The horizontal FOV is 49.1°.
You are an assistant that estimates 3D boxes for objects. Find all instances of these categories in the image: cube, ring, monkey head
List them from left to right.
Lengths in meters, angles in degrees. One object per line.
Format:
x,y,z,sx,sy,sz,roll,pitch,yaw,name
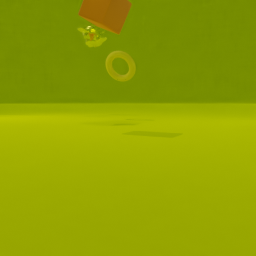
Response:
-1.018,-2.930,8.808,1.082,0.652,0.778,-15,7,-43,monkey head
-0.529,-2.766,6.521,0.771,0.771,0.771,30,13,27,cube
-0.291,-2.366,10.773,1.233,1.233,0.247,3,35,25,ring
